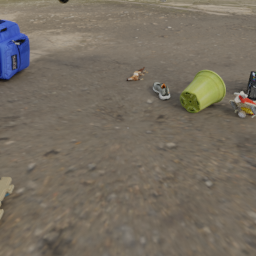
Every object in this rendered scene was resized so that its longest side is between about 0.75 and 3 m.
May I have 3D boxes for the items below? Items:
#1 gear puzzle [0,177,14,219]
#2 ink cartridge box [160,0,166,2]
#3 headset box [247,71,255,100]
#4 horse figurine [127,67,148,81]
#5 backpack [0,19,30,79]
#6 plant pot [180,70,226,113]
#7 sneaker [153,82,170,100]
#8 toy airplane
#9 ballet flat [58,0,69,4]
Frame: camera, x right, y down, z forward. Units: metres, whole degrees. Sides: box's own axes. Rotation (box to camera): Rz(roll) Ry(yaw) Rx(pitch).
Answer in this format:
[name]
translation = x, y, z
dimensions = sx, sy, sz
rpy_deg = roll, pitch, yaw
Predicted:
[gear puzzle]
translation = -3.158, 1.983, 5.110
dimensions = 1.476, 0.373, 2.851
rpy_deg = 1, 34, -2
[ink cartridge box]
translation = 0.892, -4.450, 8.050
dimensions = 0.955, 1.320, 0.557
rpy_deg = 31, 74, 5
[headset box]
translation = 5.343, -1.539, 10.537
dimensions = 1.494, 0.693, 1.300
rpy_deg = 11, 33, 18
[horse figurine]
translation = 0.438, -2.299, 12.149
dimensions = 0.709, 0.267, 1.069
rpy_deg = -4, 35, 27
[backpack]
translation = -5.698, -3.149, 11.543
dimensions = 2.482, 2.404, 2.958
rpy_deg = 15, 33, 12
[plant pot]
translation = 2.449, -1.144, 9.546
dimensions = 1.282, 1.282, 1.179
rpy_deg = 28, 52, 37
[sneaker]
translation = 1.298, -1.535, 10.729
dimensions = 0.465, 0.499, 1.258
rpy_deg = -9, 31, -12
[toy airplane]
translation = 3.802, -0.707, 9.117
dimensions = 1.051, 0.745, 1.055
rpy_deg = 26, 5, 17
[ballet flat]
translation = -2.104, -4.171, 8.497
dimensions = 0.613, 0.524, 1.846
rpy_deg = 30, -1, -12
